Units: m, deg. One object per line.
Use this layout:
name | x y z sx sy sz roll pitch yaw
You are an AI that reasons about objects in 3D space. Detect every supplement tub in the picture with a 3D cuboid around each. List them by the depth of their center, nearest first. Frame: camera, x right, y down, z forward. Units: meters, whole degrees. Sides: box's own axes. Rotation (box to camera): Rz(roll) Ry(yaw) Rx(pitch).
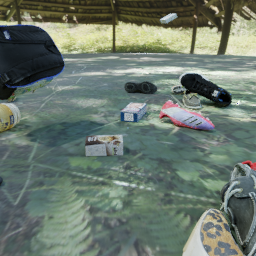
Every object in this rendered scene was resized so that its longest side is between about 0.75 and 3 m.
supplement tub | -4.762 -0.355 10.309 0.981 0.981 1.359 9 21 24

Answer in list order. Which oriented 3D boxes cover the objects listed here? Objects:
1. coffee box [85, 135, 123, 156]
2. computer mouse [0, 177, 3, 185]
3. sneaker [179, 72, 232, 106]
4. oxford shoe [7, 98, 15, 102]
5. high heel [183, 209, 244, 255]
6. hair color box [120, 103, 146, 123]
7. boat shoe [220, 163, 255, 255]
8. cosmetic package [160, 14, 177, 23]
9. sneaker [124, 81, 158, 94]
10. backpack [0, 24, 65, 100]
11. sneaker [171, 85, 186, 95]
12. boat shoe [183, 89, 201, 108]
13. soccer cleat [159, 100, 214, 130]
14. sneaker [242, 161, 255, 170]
coffee box | -0.724 0.530 8.572 1.128 0.450 0.638 -1 19 -4
computer mouse | -3.856 1.249 6.757 1.654 0.281 0.485 0 20 0
sneaker | 3.928 -1.937 13.742 2.718 0.993 1.520 22 14 -10
oxford shoe | -6.249 -1.643 15.111 0.351 0.457 1.215 39 5 -12
high heel | 1.620 2.067 4.044 1.648 0.825 2.312 28 21 21
hair color box | 0.256 -0.690 12.106 0.761 0.460 1.522 6 20 16
boat shoe | 2.124 1.403 5.013 1.013 1.029 2.855 27 16 16
cosmetic package | 1.863 -5.057 12.935 0.574 0.197 0.761 -32 24 -1
sneaker | 0.837 -2.500 17.041 2.003 0.760 0.909 9 12 16
backpack | -3.627 -2.236 9.367 2.491 2.280 1.831 -29 3 -44
sneaker | 3.445 -2.388 16.781 1.752 0.675 0.744 -1 14 -4
boat shoe | 3.192 -1.472 14.102 0.753 0.630 2.107 0 19 -1
soccer cleat | 2.252 -0.323 10.894 2.237 0.855 0.746 30 2 30
sneaker | 2.983 1.056 6.840 1.370 0.582 0.527 -17 25 -40
